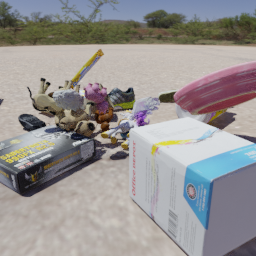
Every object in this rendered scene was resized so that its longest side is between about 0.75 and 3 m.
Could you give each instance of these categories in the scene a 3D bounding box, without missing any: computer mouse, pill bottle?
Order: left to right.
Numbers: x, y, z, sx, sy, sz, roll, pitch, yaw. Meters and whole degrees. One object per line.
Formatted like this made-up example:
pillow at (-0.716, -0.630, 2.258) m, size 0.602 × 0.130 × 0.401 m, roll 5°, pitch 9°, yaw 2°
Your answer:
computer mouse at (-3.424, -0.075, 10.083) m, size 1.449 × 0.382 × 1.003 m, roll 29°, pitch 32°, yaw 32°
pill bottle at (3.116, -1.026, 10.989) m, size 1.421 × 1.421 × 2.725 m, roll 16°, pitch 27°, yaw 36°

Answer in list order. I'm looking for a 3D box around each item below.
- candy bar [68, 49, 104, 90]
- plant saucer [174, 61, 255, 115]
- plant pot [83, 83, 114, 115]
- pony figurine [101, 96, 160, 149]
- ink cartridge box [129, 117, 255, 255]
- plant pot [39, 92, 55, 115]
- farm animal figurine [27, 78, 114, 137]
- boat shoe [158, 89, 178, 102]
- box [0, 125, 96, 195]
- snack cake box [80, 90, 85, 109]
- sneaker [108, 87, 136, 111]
candy bar at (-1.256, -1.735, 8.327) m, size 0.165 × 1.487 × 0.371 m, roll 40°, pitch -2°, yaw 16°
plant saucer at (2.752, -1.005, 8.010) m, size 2.818 × 0.714 × 2.818 m, roll -14°, pitch -9°, yaw -2°
plant pot at (-1.259, -1.055, 11.240) m, size 1.012 × 1.166 × 1.166 m, roll -28°, pitch 21°, yaw 5°
pony figurine at (0.234, -0.118, 9.033) m, size 1.762 × 1.520 × 1.825 m, roll 0°, pitch 33°, yaw 27°
ink cartridge box at (1.264, 0.971, 5.413) m, size 1.656 × 1.663 × 2.267 m, roll -12°, pitch 25°, yaw -28°
plant pot at (-3.423, -1.017, 11.852) m, size 0.895 × 0.978 × 0.978 m, roll 0°, pitch 18°, yaw 34°
farm animal figurine at (-1.669, -0.405, 8.772) m, size 2.334 × 1.453 × 2.890 m, roll 12°, pitch -11°, yaw 10°
boat shoe at (2.344, -1.631, 13.653) m, size 1.767 × 0.660 × 0.604 m, roll -1°, pitch 27°, yaw 0°
box at (-2.425, 0.690, 7.643) m, size 1.967 × 0.600 × 2.484 m, roll 16°, pitch 26°, yaw 35°
snack cake box at (-2.095, -1.326, 13.020) m, size 0.919 × 0.537 × 1.597 m, roll 2°, pitch 20°, yaw 3°
sneaker at (-0.705, -1.294, 12.344) m, size 2.336 × 0.945 × 0.863 m, roll -12°, pitch 24°, yaw -28°
